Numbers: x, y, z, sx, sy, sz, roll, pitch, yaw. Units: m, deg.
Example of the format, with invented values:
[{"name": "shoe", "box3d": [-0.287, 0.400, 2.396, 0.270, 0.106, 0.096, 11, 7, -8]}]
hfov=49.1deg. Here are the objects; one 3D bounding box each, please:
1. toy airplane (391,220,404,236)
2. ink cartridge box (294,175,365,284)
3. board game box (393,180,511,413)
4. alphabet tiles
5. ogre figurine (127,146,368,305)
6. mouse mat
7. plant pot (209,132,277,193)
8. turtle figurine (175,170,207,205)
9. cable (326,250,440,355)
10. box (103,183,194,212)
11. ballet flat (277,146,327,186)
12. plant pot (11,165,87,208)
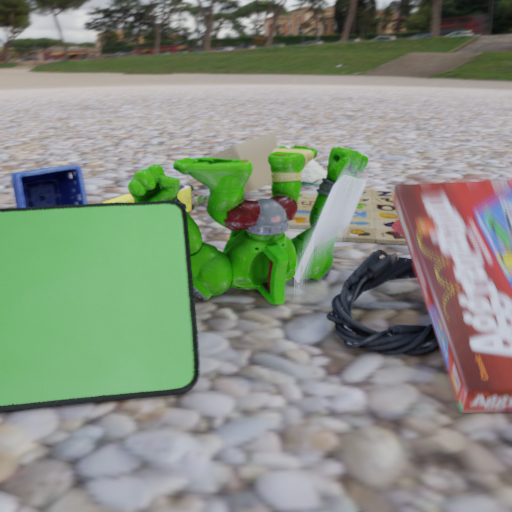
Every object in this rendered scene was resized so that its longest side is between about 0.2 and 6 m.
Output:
[{"name": "toy airplane", "box3d": [3.697, 0.030, 8.694, 3.122, 0.574, 3.122, 1, 41, -1]}, {"name": "ink cartridge box", "box3d": [0.739, -0.227, 5.774, 0.285, 1.138, 0.916, 21, 2, 2]}, {"name": "board game box", "box3d": [3.211, 0.216, 7.322, 2.121, 0.401, 4.120, -3, 38, 4]}, {"name": "alphabet tiles", "box3d": [2.281, -0.969, 12.489, 3.160, 0.120, 3.798, 4, 21, 8]}, {"name": "ogre figurine", "box3d": [-0.018, -0.475, 8.462, 3.542, 2.124, 1.738, -17, 24, -39]}, {"name": "mouse mat", "box3d": [-2.346, 0.483, 6.533, 3.233, 0.122, 2.602, -3, 61, -9]}, {"name": "plant pot", "box3d": [-0.167, -2.067, 12.984, 1.221, 1.082, 1.223, -25, 11, -30]}, {"name": "turtle figurine", "box3d": [-1.603, -1.598, 13.151, 0.929, 0.690, 0.958, 25, 67, 17]}, {"name": "cable", "box3d": [1.882, 0.715, 7.514, 1.617, 0.504, 1.982, 30, 48, 25]}, {"name": "box", "box3d": [-2.346, -1.006, 11.865, 0.935, 0.622, 2.483, 11, 24, 26]}, {"name": "ballet flat", "box3d": [0.963, -2.596, 15.667, 0.948, 0.948, 2.642, -17, 27, -36]}, {"name": "plant pot", "box3d": [-4.289, -1.179, 11.498, 1.310, 1.310, 1.178, -14, 18, -31]}]
